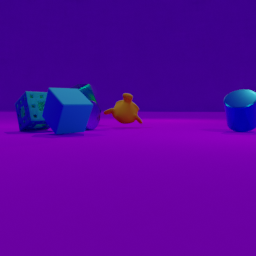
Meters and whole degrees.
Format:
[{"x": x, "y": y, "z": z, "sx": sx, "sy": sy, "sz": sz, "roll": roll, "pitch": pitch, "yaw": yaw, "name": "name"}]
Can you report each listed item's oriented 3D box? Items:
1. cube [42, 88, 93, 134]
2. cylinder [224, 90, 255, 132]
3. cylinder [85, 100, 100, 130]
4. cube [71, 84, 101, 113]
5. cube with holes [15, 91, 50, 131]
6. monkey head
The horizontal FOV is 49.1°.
[{"x": -1.375, "y": -0.393, "z": 6.321, "sx": 0.760, "sy": 0.760, "sz": 0.760, "roll": -4, "pitch": 37, "yaw": -41, "name": "cube"}, {"x": 2.791, "y": -0.422, "z": 6.877, "sx": 0.768, "sy": 0.768, "sz": 0.768, "roll": -15, "pitch": 36, "yaw": 11, "name": "cylinder"}, {"x": -1.306, "y": -0.354, "z": 7.742, "sx": 0.797, "sy": 0.797, "sz": 0.797, "roll": 2, "pitch": 4, "yaw": 29, "name": "cylinder"}, {"x": -1.756, "y": -0.815, "z": 9.598, "sx": 1.073, "sy": 1.073, "sz": 1.073, "roll": -29, "pitch": 21, "yaw": -23, "name": "cube"}, {"x": -2.333, "y": -0.415, "z": 7.193, "sx": 0.767, "sy": 0.767, "sz": 0.767, "roll": -3, "pitch": -17, "yaw": -43, "name": "cube with holes"}, {"x": -0.081, "y": -0.565, "z": 8.592, "sx": 1.262, "sy": 0.761, "sz": 0.908, "roll": 15, "pitch": -29, "yaw": 7, "name": "monkey head"}]
